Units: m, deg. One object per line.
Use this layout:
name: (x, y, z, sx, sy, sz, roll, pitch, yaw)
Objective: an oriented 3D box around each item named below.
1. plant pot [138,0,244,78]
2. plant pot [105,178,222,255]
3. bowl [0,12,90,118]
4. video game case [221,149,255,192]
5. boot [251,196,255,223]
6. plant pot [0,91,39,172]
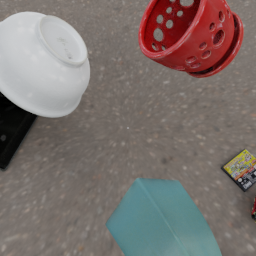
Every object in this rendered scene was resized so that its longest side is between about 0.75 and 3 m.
plant pot: (1.508, -2.192, 6.469, 1.798, 1.974, 1.974, 20, 51, -35)
plant pot: (0.659, 1.795, 4.547, 1.140, 1.141, 1.614, 12, 27, -42)
bowl: (-1.800, -1.681, 6.449, 2.673, 1.201, 2.673, 31, 42, -33)
video game case: (3.399, 1.214, 8.158, 1.018, 0.130, 0.920, -33, 64, -17)
boot: (3.937, 2.678, 6.866, 1.803, 0.862, 2.387, 19, 56, 14)
plant pot: (-4.426, -0.589, 8.029, 2.270, 2.553, 2.559, 8, 58, 20)
